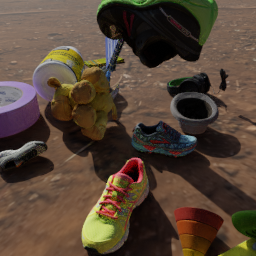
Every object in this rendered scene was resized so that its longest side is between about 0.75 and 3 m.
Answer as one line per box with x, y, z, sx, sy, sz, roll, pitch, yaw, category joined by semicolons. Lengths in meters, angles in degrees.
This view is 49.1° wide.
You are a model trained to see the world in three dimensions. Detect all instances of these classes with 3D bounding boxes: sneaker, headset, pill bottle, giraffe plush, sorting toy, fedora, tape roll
0.964;0.239;7.318;1.756;0.839;0.696;3;32;5;sneaker
2.472;-1.672;10.178;1.445;1.099;2.340;-28;30;-36;headset
-2.462;-2.170;10.571;1.525;1.525;2.722;0;32;1;pill bottle
-1.492;-0.825;8.326;1.860;1.979;2.294;3;23;20;giraffe plush
1.870;1.845;4.299;2.682;0.930;0.924;-9;49;37;sorting toy
0.244;-1.727;5.056;1.104;1.205;2.876;-1;16;-33;sneaker
-2.598;0.718;6.992;1.241;0.459;0.492;-22;47;-21;sneaker
1.959;-0.365;8.422;1.388;0.709;1.569;-4;38;-3;fedora
-4.088;-0.636;8.777;2.460;0.807;2.460;0;32;0;tape roll
-1.204;-1.632;10.281;1.065;0.911;2.570;8;35;1;sneaker
-0.229;1.359;5.376;0.848;0.980;2.170;14;36;18;sneaker

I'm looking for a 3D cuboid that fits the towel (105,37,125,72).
-0.180;-3.121;8.300;0.303;2.543;1.841;9;50;-19;towel

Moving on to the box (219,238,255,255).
1.793;2.414;4.145;2.028;0.491;1.190;-17;34;-23;box

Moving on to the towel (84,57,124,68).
-1.173;-3.279;13.676;1.885;0.170;0.811;-16;36;-25;towel
